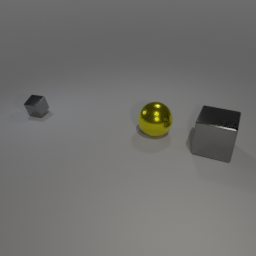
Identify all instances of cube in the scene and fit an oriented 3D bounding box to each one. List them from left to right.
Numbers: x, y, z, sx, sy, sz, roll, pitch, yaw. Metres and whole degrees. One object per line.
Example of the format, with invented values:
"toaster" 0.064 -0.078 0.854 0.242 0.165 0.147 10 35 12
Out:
"cube" -4.136 -1.003 12.700 0.700 0.700 0.700 8 48 18
"cube" 3.225 0.180 10.260 1.400 1.400 1.400 13 34 20

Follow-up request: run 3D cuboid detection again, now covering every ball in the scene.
"ball" 1.089 -0.357 11.206 1.400 1.400 1.400 0 31 0
